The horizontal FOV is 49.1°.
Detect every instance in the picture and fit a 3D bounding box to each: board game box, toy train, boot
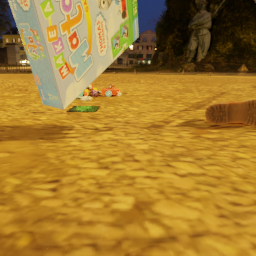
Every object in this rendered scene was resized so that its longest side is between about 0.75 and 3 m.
[{"bbox_3d":[-0.606,-1.839,4.360,0.480,1.983,2.622,17,47,22],"label":"board game box"},{"bbox_3d":[-1.752,-1.971,14.380,2.129,0.788,2.834,8,15,33],"label":"toy train"},{"bbox_3d":[3.460,-0.488,8.373,2.120,0.795,1.137,4,9,21],"label":"boot"}]

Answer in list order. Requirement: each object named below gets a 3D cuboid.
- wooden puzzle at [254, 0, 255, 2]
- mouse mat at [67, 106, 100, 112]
[{"bbox_3d":[3.411,-3.604,7.420,0.331,2.831,1.910,-39,1,22],"label":"wooden puzzle"},{"bbox_3d":[-1.700,-0.750,10.910,1.106,0.052,1.375,0,13,2],"label":"mouse mat"}]
